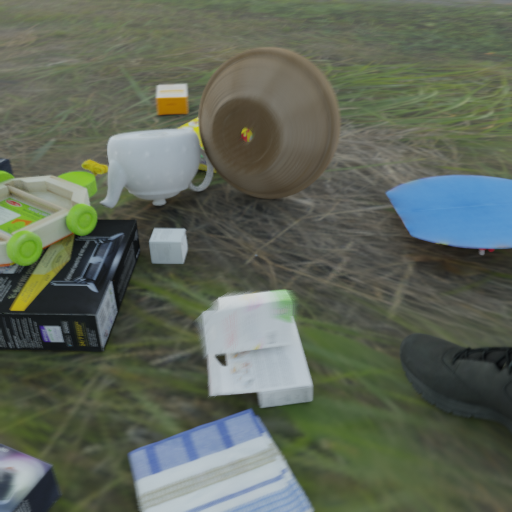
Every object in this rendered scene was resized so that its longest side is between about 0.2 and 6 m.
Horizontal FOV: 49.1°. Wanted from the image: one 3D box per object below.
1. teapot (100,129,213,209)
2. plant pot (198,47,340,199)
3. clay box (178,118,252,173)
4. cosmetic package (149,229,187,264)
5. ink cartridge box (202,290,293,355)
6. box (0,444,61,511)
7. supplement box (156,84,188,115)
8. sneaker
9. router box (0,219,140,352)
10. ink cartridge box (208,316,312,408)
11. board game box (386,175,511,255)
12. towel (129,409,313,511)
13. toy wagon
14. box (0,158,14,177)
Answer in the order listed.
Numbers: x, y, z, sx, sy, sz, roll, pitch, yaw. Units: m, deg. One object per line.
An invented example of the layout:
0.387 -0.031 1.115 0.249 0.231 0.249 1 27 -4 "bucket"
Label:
-1.841 -1.630 10.542 1.857 1.356 1.833 -3 19 4 "teapot"
0.038 -2.275 10.064 2.749 2.749 1.269 12 24 18 "plant pot"
-1.087 -2.557 12.664 1.417 0.587 2.467 16 36 21 "clay box"
-1.417 -0.160 9.079 0.523 0.431 0.431 1 33 3 "cosmetic package"
-0.113 0.806 6.812 1.068 0.625 0.359 -6 21 -8 "ink cartridge box"
-2.453 2.267 5.202 0.839 0.517 0.832 13 33 19 "box"
-2.337 -4.359 15.614 0.839 0.489 1.331 -3 33 -5 "supplement box"
2.713 1.349 6.106 2.425 1.101 0.921 25 42 35 "sneaker"
-2.907 0.319 8.112 1.964 0.652 2.498 1 33 2 "router box"
-0.006 1.288 6.933 1.173 0.298 1.331 -5 32 -4 "ink cartridge box"
3.641 -0.584 9.661 2.448 0.603 3.099 -5 27 1 "board game box"
-0.288 2.395 5.267 1.490 0.242 2.029 -14 33 -18 "towel"
-3.458 -0.731 8.624 2.221 0.566 2.863 21 38 30 "toy wagon"
-5.539 -1.581 11.218 0.919 0.539 0.903 8 34 10 "box"
